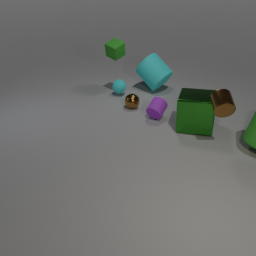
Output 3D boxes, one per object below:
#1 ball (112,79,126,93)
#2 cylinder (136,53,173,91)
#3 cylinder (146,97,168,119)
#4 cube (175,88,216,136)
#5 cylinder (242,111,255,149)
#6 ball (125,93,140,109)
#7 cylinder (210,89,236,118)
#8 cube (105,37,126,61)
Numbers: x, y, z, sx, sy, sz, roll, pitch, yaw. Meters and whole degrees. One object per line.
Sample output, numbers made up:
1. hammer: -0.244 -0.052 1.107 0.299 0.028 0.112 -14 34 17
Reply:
1. ball: -0.441 -2.099 14.162 0.700 0.700 0.700 0 29 0
2. cylinder: 1.366 -2.904 14.567 1.400 1.400 1.400 49 45 8
3. cylinder: 1.221 -0.845 11.871 0.700 0.700 0.700 17 59 28
4. cube: 2.695 -0.668 11.063 1.400 1.400 1.400 6 29 15
5. cylinder: 4.865 0.030 9.508 1.400 1.400 1.400 17 21 -7
6. ball: 0.190 -1.234 12.860 0.700 0.700 0.700 0 29 0
7. cylinder: 3.150 -0.823 9.323 0.700 0.700 0.700 0 51 -1
8. cube: -0.612 -3.774 13.414 0.700 0.700 0.700 33 59 28
